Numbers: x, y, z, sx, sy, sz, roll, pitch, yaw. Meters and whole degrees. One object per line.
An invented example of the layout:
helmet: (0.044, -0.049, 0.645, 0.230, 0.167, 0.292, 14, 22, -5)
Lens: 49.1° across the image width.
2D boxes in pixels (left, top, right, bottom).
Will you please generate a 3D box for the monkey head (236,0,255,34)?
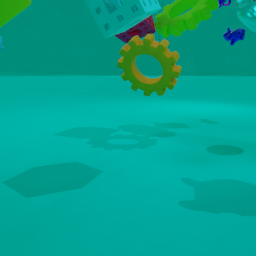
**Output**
monkey head: (2.291, -1.751, 4.442, 1.293, 1.797, 1.083, -33, -23, -4)

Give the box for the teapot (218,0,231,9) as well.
teapot: (2.907, -4.548, 9.805, 1.016, 0.800, 1.634, -1, 26, -43)

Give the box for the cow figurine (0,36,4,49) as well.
cow figurine: (-4.252, -2.688, 8.929, 0.523, 0.952, 0.937, 33, -39, -33)

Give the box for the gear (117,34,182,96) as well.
gear: (0.539, -1.590, 7.301, 1.645, 1.645, 0.304, 6, 42, 26)

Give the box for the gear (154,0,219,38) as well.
gear: (1.821, -3.688, 8.893, 2.051, 0.379, 2.051, -25, 37, 20)

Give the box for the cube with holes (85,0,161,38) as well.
cube with holes: (-0.106, -2.365, 5.177, 0.914, 0.914, 0.914, -21, 15, 32)

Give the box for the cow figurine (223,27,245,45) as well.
cow figurine: (3.916, -3.437, 10.294, 0.880, 0.483, 0.865, -18, 35, 49)

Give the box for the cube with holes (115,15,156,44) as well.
cube with holes: (0.091, -3.435, 8.604, 1.084, 1.084, 1.084, -14, -5, 21)

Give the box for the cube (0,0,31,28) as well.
cube: (-2.541, -2.471, 5.157, 1.005, 1.005, 1.005, -39, 33, -2)
